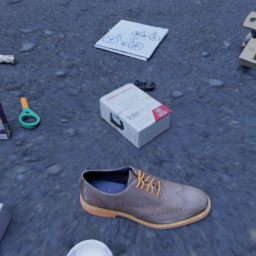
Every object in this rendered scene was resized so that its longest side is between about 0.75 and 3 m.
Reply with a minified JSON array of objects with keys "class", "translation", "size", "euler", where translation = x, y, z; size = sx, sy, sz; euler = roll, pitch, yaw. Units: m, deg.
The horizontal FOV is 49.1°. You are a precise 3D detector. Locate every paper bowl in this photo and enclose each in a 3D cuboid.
[{"class":"paper bowl","translation":[-0.720,2.664,5.308],"size":[0.929,0.483,0.929],"euler":[0,45,0]}]

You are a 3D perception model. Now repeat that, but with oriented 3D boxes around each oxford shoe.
[{"class":"oxford shoe","translation":[0.359,1.450,6.087],"size":[2.945,1.074,1.050],"euler":[2,45,2]}]

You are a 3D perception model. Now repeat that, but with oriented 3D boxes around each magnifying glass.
[{"class":"magnifying glass","translation":[-3.092,-0.487,8.582],"size":[0.581,0.163,1.459],"euler":[-4,38,-28]}]

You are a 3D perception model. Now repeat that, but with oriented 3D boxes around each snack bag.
[{"class":"snack bag","translation":[0.208,-3.796,11.843],"size":[2.390,0.271,2.534],"euler":[18,49,16]}]

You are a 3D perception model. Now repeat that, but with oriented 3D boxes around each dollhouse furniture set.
[{"class":"dollhouse furniture set","translation":[4.792,-3.054,10.653],"size":[1.382,1.390,1.972],"euler":[30,82,27]}]

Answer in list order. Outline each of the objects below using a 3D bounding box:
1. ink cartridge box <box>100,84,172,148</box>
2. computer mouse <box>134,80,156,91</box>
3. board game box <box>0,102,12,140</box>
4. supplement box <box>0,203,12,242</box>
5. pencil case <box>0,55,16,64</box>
[{"class":"ink cartridge box","translation":[0.194,-0.418,8.180],"size":[1.267,0.720,1.738],"euler":[-31,53,-27]},{"class":"computer mouse","translation":[0.575,-1.423,9.571],"size":[0.779,0.205,0.539],"euler":[5,45,20]},{"class":"board game box","translation":[-4.554,-0.280,7.548],"size":[2.408,1.445,0.389],"euler":[0,45,-1]},{"class":"supplement box","translation":[-3.702,2.078,5.778],"size":[2.106,0.641,1.146],"euler":[4,46,6]},{"class":"pencil case","translation":[-4.654,-2.612,10.598],"size":[0.837,0.374,0.326],"euler":[6,88,5]}]
